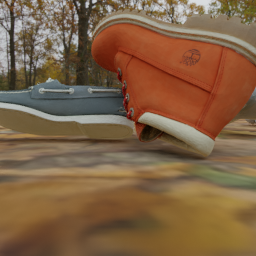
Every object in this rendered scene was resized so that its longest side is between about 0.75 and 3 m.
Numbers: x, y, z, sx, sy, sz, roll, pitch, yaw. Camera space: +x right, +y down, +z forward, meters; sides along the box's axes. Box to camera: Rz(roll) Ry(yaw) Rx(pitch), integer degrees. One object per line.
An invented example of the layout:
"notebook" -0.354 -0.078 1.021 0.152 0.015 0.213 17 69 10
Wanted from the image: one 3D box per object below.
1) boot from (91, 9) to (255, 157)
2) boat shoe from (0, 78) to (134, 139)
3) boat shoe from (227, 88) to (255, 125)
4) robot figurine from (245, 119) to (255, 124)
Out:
"boot" 0.209 -0.654 3.756 1.069 1.528 2.850 29 -3 -44
"boat shoe" -1.149 -0.360 4.562 2.556 0.790 0.931 6 -23 0
"boat shoe" 2.077 -0.634 6.034 1.003 0.982 2.816 16 -3 -12
"robot figurine" 4.008 -0.524 8.051 1.580 0.892 1.340 4 36 27
